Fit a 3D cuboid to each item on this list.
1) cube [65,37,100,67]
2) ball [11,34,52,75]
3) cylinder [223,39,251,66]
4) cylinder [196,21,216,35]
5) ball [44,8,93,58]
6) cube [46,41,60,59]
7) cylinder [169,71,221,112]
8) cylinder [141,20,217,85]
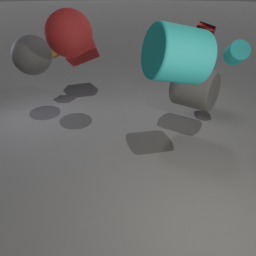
[{"bbox_3d":[-2.253,-3.822,12.789,1.400,1.400,1.400,-21,0,1],"label":"cube"},{"bbox_3d":[-3.413,-2.592,9.969,1.400,1.400,1.400,0,28,0],"label":"ball"},{"bbox_3d":[3.697,-2.559,9.538,0.700,0.700,0.700,-1,-2,-2],"label":"cylinder"},{"bbox_3d":[3.160,-3.937,11.528,0.700,0.700,0.700,26,35,16],"label":"cylinder"},{"bbox_3d":[-1.759,-2.816,8.327,1.400,1.400,1.400,0,28,0],"label":"ball"},{"bbox_3d":[-2.865,-3.358,11.398,0.700,0.700,0.700,-23,14,34],"label":"cube"},{"bbox_3d":[2.388,-1.419,9.986,1.400,1.400,1.400,19,33,29],"label":"cylinder"},{"bbox_3d":[1.232,-1.843,7.016,1.400,1.400,1.400,2,26,-22],"label":"cylinder"}]
